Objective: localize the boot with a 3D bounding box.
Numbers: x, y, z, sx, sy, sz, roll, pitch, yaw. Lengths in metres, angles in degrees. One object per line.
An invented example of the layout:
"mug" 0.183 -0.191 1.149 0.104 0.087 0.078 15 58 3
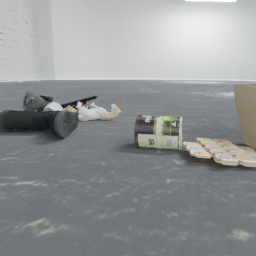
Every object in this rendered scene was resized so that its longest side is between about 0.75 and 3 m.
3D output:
"boot" -3.478 -0.265 10.134 2.873 0.943 2.368 5 2 3

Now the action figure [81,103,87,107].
"action figure" -2.597 -1.331 16.264 0.435 0.344 1.330 -22 18 -5

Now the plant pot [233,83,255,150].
"plant pot" 4.489 -0.287 8.198 2.167 1.921 2.170 -1 14 -6

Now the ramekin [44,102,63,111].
"ramekin" -3.211 -0.612 12.004 0.930 0.930 0.433 7 27 28

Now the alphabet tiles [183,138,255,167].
"alphabet tiles" 2.657 0.620 7.742 2.095 0.156 2.142 5 12 -2

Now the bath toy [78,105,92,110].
"bath toy" -2.393 -1.108 15.465 0.777 0.287 0.338 -10 16 -36

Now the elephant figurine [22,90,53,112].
"elephant figurine" -4.369 -1.241 14.393 1.805 1.277 1.400 10 34 -36

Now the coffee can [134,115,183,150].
"coffee can" 0.943 0.130 8.462 1.355 0.992 0.992 3 13 12

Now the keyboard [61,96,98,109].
"keyboard" -2.859 -1.389 16.186 2.256 0.447 1.174 -15 6 7

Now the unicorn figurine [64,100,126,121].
"unicorn figurine" -1.502 -0.757 12.933 2.506 0.925 1.721 -22 31 -23
